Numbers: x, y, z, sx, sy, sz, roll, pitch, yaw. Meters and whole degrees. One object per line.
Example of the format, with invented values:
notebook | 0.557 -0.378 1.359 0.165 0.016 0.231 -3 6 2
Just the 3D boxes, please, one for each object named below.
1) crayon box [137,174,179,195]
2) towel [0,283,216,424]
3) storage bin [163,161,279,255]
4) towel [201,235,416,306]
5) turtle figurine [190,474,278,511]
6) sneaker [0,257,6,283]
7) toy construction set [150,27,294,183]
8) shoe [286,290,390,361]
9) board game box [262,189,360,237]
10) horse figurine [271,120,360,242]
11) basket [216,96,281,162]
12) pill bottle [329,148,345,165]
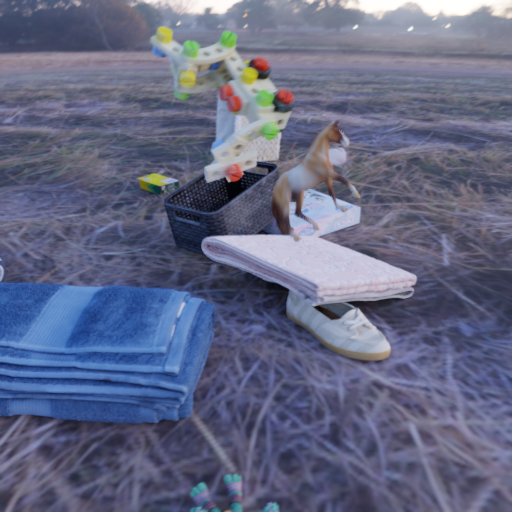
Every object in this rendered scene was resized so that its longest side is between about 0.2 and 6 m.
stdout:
crayon box | -2.826 -2.065 16.053 1.116 0.284 0.709 21 32 37
towel | -2.948 1.165 7.978 4.551 1.105 2.541 1 24 4
storage bin | -0.658 -1.124 12.374 1.614 1.120 2.388 16 43 36
towel | 0.980 0.175 10.141 2.981 0.480 2.847 -1 18 -44
turtle figurine | -0.264 2.604 5.502 0.835 0.562 1.116 6 7 -19
sneaker | -5.933 0.363 9.866 2.885 1.011 1.565 -15 26 -35
toy construction set | -0.563 -2.900 10.394 2.054 3.133 1.443 -12 -18 -30
shoe | 1.229 1.034 8.919 0.729 0.557 2.086 -19 31 -37
board game box | 0.991 -1.051 13.592 2.175 0.472 2.164 -18 30 -34
horse figurine | 0.709 -0.919 7.656 0.415 1.663 1.102 -12 69 -52
basket | -0.276 -4.372 18.993 1.746 2.171 2.152 -3 24 -20
pill bottle | 1.872 -2.500 14.251 0.709 0.402 0.402 -11 26 -16
